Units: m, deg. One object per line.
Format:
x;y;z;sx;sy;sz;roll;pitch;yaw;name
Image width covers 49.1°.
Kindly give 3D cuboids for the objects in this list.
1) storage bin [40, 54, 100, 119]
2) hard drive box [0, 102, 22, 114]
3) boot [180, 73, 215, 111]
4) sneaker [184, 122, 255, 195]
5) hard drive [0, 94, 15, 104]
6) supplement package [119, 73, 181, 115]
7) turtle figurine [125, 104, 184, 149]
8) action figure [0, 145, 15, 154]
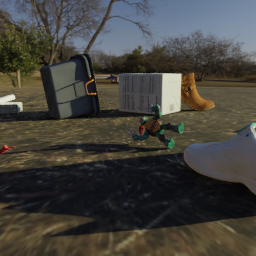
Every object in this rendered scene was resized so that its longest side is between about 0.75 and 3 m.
-2.442;-1.609;11.789;1.811;2.696;1.962;-20;21;-33;storage bin
-5.736;-0.996;13.688;0.905;0.446;1.162;-2;11;-10;hard drive box
3.293;-1.867;14.385;2.450;1.902;0.939;0;10;0;boot
1.853;0.388;4.630;0.865;1.017;2.299;-8;13;-30;sneaker
-6.635;-1.161;13.413;1.997;0.253;1.318;-12;13;20;hard drive
1.063;-1.721;13.688;2.467;1.858;1.872;8;13;36;supplement package
0.659;-0.057;7.174;1.423;1.065;0.716;26;7;34;turtle figurine
-2.953;0.399;4.832;1.160;0.765;2.344;-24;8;8;action figure
